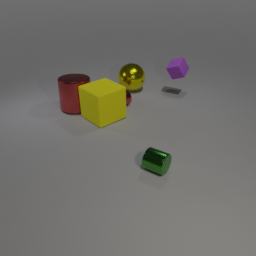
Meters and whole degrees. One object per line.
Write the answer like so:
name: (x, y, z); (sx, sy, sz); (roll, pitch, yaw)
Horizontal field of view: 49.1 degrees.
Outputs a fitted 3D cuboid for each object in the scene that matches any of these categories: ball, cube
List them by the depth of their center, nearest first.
cube: (-1.040, -1.076, 11.588); (1.400, 1.400, 1.400); (-25, 38, -34)
cube: (2.358, -2.823, 13.251); (0.700, 0.700, 0.700); (-2, 46, 44)
ball: (0.180, -2.568, 14.153); (1.400, 1.400, 1.400); (0, 30, 0)

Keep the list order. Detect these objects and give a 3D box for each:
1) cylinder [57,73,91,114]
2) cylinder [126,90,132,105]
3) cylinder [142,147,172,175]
cylinder: (-2.331, -1.539, 12.342); (1.400, 1.400, 1.400); (1, 27, 0)
cylinder: (-0.311, -1.335, 12.757); (0.700, 0.700, 0.700); (-24, 38, -35)
cylinder: (0.895, 1.024, 8.721); (0.700, 0.700, 0.700); (19, 35, 29)
